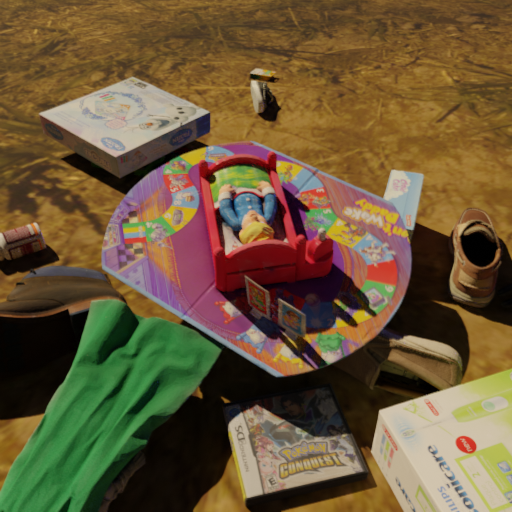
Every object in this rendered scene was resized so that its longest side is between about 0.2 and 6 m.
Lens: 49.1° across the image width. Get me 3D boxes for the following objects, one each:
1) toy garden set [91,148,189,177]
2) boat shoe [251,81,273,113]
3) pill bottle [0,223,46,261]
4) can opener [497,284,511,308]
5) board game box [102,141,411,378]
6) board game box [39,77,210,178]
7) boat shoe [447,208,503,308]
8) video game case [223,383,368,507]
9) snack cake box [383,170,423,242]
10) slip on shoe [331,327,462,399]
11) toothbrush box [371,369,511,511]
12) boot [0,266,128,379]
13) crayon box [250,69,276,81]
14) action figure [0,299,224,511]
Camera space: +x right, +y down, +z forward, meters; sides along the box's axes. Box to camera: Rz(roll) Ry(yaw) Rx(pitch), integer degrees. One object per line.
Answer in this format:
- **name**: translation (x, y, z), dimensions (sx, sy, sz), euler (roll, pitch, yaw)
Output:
- **toy garden set**: translation (-2.597, -2.507, 13.214), dimensions (2.015, 0.402, 1.680), euler (12, 40, 14)
- **boat shoe**: translation (0.179, -4.469, 15.518), dimensions (0.549, 0.609, 1.724), euler (-4, 37, -3)
- **pill bottle**: translation (-4.396, -0.230, 10.266), dimensions (0.908, 0.519, 0.519), euler (-21, 43, -25)
- **can opener**: translation (4.684, 0.524, 9.473), dimensions (1.502, 0.591, 0.476), euler (-24, 83, -23)
- **board game box**: translation (0.050, -0.559, 8.285), dimensions (4.671, 0.909, 3.690), euler (29, 56, 21)
- **board game box**: translation (-3.051, -3.126, 13.187), dimensions (2.823, 0.612, 2.809), euler (31, 48, 29)
- **boat shoe**: translation (3.939, -0.183, 9.891), dimensions (0.953, 0.903, 2.516), euler (9, 39, 11)
- **video game case**: translation (0.456, 2.373, 7.239), dimensions (1.556, 0.198, 1.406), euler (-8, 40, -11)
- **snack cake box**: translation (2.582, -0.632, 10.303), dimensions (0.637, 1.091, 1.896), euler (12, 40, 14)
- **slip on shoe**: translation (1.627, 1.474, 7.843), dimensions (2.401, 0.913, 0.728), euler (16, 43, 9)
- **toothbrush box**: translation (2.738, 2.408, 6.611), dimensions (2.200, 0.947, 1.602), euler (-13, 40, -13)
- **boot**: translation (-3.503, 0.939, 8.526), dimensions (3.058, 1.142, 1.482), euler (-5, 27, -19)
- **crayon box**: translation (0.216, -5.560, 17.229), dimensions (0.704, 0.182, 0.443), euler (16, 41, 20)
- **action figure**: translation (-1.977, 2.231, 6.802), dimensions (2.050, 0.949, 3.471), euler (13, 48, 16)
